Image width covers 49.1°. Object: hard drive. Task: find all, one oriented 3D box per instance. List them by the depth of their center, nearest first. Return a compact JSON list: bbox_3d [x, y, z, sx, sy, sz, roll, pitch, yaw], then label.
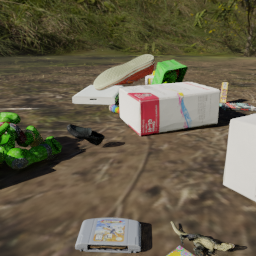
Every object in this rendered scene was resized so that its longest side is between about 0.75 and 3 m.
[{"bbox_3d":[-1.350,-1.673,13.809,1.949,0.388,2.956,2,19,7],"label":"hard drive"}]

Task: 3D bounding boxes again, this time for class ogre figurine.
[{"bbox_3d":[-2.848,0.242,6.587,2.227,1.093,1.335,45,27,-6],"label":"ogre figurine"}]

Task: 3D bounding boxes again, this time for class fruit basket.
[{"bbox_3d":[1.851,-1.791,12.255,1.437,1.993,1.993,-16,23,-24],"label":"fruit basket"}]

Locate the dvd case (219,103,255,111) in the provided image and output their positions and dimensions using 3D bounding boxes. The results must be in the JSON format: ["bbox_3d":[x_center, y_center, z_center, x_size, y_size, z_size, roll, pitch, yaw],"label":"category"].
[{"bbox_3d":[4.610,-0.893,11.802,1.263,0.139,0.922,-1,18,2],"label":"dvd case"}]

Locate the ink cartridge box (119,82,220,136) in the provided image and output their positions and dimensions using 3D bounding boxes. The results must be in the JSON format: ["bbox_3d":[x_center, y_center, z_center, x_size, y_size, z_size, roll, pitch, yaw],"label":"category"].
[{"bbox_3d":[1.326,-0.766,9.520,2.844,1.218,2.099,-6,20,-18],"label":"ink cartridge box"}]

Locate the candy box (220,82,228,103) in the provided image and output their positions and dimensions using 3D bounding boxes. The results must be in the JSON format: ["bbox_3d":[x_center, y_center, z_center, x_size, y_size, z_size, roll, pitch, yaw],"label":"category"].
[{"bbox_3d":[4.247,-1.547,12.416,0.252,0.891,0.520,5,1,14],"label":"candy box"}]

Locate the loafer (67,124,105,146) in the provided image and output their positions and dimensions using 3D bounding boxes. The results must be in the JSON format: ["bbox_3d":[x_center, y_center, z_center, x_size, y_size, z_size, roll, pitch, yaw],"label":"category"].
[{"bbox_3d":[-1.086,0.123,7.278,1.051,0.369,0.357,26,31,-32],"label":"loafer"}]

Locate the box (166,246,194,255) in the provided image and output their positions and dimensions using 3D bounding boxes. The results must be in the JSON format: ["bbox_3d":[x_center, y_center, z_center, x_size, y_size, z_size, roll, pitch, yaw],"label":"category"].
[{"bbox_3d":[0.347,1.734,2.472,0.910,0.877,0.555,-16,23,-38],"label":"box"}]

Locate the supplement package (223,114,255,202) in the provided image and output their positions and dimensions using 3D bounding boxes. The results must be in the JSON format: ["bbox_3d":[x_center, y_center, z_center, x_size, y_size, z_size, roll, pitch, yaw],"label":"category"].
[{"bbox_3d":[3.106,0.683,4.801,1.449,1.431,2.390,-11,21,-30],"label":"supplement package"}]

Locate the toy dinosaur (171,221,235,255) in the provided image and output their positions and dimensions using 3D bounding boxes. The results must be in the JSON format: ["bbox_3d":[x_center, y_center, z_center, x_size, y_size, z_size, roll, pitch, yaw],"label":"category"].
[{"bbox_3d":[0.960,1.599,3.971,0.993,0.236,0.437,12,7,34],"label":"toy dinosaur"}]

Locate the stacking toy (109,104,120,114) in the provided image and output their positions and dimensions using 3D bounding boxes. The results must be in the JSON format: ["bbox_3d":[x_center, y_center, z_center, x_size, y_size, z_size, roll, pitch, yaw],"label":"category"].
[{"bbox_3d":[-0.409,-0.714,11.009,0.323,0.323,0.757,-15,27,-38],"label":"stacking toy"}]

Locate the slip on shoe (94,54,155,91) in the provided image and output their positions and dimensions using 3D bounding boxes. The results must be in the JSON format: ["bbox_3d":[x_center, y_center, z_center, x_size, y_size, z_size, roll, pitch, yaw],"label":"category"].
[{"bbox_3d":[-0.080,-1.864,10.110,2.427,0.743,0.899,-27,43,-14],"label":"slip on shoe"}]

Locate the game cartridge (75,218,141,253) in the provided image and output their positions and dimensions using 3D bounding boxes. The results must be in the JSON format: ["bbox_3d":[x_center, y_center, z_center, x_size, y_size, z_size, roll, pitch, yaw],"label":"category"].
[{"bbox_3d":[-0.265,1.571,4.149,0.919,0.191,0.612,1,22,2],"label":"game cartridge"}]

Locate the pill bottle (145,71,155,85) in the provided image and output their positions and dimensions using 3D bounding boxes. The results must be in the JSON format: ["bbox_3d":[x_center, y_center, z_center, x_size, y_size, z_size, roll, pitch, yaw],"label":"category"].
[{"bbox_3d":[1.959,-2.871,16.532,1.769,0.984,0.984,4,18,13],"label":"pill bottle"}]
